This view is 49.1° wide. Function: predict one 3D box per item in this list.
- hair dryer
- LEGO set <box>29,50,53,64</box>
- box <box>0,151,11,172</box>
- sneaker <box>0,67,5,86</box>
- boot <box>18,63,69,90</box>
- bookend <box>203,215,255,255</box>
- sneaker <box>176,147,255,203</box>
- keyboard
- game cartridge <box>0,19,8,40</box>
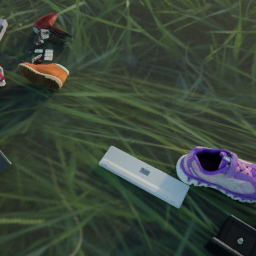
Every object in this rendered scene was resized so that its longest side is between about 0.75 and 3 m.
[{"bbox_3d":[-2.726,-3.503,10.080,1.332,0.475,1.749,-1,61,-19],"label":"hair dryer"},{"bbox_3d":[-2.945,-2.426,9.465,0.777,0.191,0.580,-1,50,-9],"label":"LEGO set"},{"bbox_3d":[-3.826,0.404,6.811,1.606,1.192,0.860,36,64,27],"label":"box"},{"bbox_3d":[-4.344,-1.245,8.321,1.023,0.648,1.820,1,54,5],"label":"sneaker"},{"bbox_3d":[-2.626,-1.756,8.769,1.530,0.574,0.820,22,53,6],"label":"boot"},{"bbox_3d":[2.708,2.254,5.903,1.558,0.722,1.568,31,61,19],"label":"bookend"},{"bbox_3d":[2.392,1.003,6.552,2.410,1.065,0.969,12,56,7],"label":"sneaker"},{"bbox_3d":[0.377,1.177,7.024,2.278,0.121,0.641,26,55,16],"label":"keyboard"},{"bbox_3d":[-5.190,-3.118,9.778,1.363,0.404,2.102,2,56,6],"label":"game cartridge"}]
